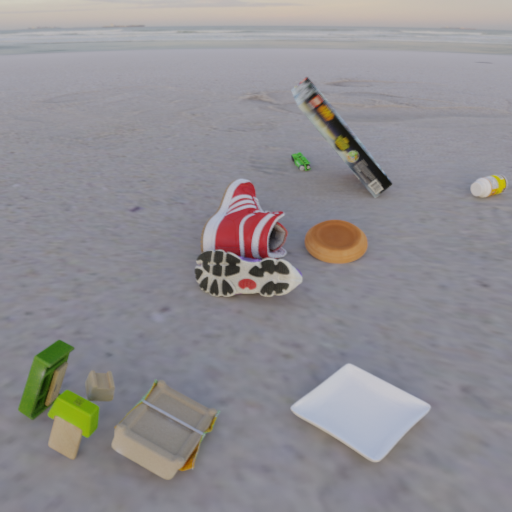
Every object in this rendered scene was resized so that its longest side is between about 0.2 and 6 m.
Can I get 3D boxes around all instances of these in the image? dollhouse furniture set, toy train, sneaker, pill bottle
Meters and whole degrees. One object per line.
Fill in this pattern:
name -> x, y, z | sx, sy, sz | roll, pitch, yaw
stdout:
dollhouse furniture set -> -1.774, 2.052, 6.971 | 2.376, 0.917, 1.187 | 26, 24, 8
toy train -> 1.355, -2.878, 17.130 | 0.370, 0.274, 1.312 | -13, 27, -4
sneaker -> -0.155, 0.387, 10.156 | 2.069, 0.834, 0.863 | 8, 0, 23
pill bottle -> 6.080, -1.822, 14.665 | 0.944, 0.516, 0.516 | -14, 30, -27
sneaker -> 0.009, -0.784, 11.954 | 1.637, 1.037, 2.911 | 3, 33, 14

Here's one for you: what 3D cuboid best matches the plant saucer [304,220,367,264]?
plant saucer -> 1.661, -0.354, 11.632 | 1.308, 0.245, 1.308 | -1, 42, 1

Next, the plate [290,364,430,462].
plate -> 1.341, 2.012, 7.200 | 1.329, 0.215, 1.326 | 22, 33, 38

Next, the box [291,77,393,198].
box -> 2.238, -3.185, 14.883 | 0.639, 3.205, 2.194 | -39, 22, 15
